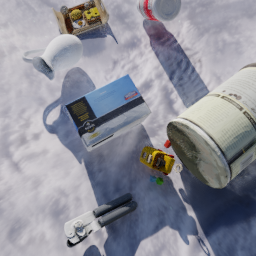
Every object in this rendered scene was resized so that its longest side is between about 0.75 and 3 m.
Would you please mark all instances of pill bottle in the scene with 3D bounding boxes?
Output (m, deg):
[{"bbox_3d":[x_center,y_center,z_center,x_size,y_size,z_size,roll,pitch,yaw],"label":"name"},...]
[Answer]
[{"bbox_3d":[0.964,-4.191,9.546,1.003,1.003,1.787,-23,30,-11],"label":"pill bottle"}]

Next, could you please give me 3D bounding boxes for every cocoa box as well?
[{"bbox_3d":[-0.571,-0.384,7.724,1.916,1.277,1.257,-29,84,-12],"label":"cocoa box"}]

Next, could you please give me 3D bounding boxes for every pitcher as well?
[{"bbox_3d":[-2.316,-2.321,8.733,1.401,0.990,1.633,28,52,14],"label":"pitcher"}]

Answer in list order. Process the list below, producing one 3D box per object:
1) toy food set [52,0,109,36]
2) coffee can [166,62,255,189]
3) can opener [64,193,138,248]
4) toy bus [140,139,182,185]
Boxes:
[{"bbox_3d":[-1.707,-4.145,10.069,1.825,0.551,1.310,-23,67,-4],"label":"toy food set"},{"bbox_3d":[2.726,-0.109,7.294,2.823,2.066,2.066,-35,69,-16],"label":"coffee can"},{"bbox_3d":[-0.672,2.217,6.928,1.953,0.649,0.514,-22,64,-26],"label":"can opener"},{"bbox_3d":[0.761,0.849,7.330,0.571,1.105,1.043,18,47,-29],"label":"toy bus"}]
